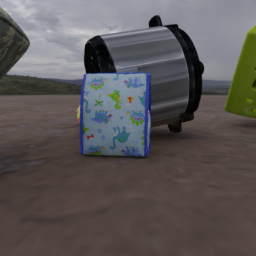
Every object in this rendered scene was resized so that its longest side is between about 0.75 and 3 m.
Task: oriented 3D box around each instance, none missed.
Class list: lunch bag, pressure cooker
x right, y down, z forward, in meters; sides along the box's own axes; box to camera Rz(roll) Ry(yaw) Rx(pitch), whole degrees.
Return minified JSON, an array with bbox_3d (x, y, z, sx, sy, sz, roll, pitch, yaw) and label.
[{"bbox_3d":[-0.183,-0.248,4.668,1.134,1.334,0.850,0,9,7],"label":"lunch bag"},{"bbox_3d":[-3.003,-1.131,3.463,2.328,2.776,1.934,43,1,-10],"label":"lunch bag"},{"bbox_3d":[0.466,-1.064,6.323,2.563,2.254,2.289,-14,49,-14],"label":"pressure cooker"}]

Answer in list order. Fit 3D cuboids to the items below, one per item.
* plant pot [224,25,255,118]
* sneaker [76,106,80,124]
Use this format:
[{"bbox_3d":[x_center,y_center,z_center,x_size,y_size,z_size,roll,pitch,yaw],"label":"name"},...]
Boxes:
[{"bbox_3d":[4.294,-1.482,7.627,2.157,2.366,2.378,27,42,28],"label":"plant pot"},{"bbox_3d":[-1.064,-0.297,7.958,0.666,0.769,1.703,43,5,-29],"label":"sneaker"}]
